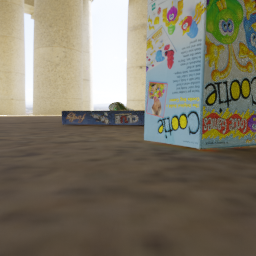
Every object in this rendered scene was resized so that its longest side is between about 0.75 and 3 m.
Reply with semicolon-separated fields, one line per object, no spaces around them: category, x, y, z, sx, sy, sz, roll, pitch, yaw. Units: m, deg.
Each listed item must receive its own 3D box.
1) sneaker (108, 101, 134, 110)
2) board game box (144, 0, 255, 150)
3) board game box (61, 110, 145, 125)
sneaker;-0.370;-0.665;11.707;0.709;0.615;1.600;-20;34;-40
board game box;0.916;-0.806;3.429;1.028;1.996;1.047;0;3;-31
board game box;-0.610;-0.366;9.503;2.699;0.467;1.828;1;3;15
